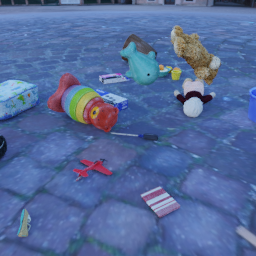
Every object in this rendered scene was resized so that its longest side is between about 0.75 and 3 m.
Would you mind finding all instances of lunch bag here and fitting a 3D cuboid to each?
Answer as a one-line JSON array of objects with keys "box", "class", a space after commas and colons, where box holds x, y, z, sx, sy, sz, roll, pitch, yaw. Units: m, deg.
[{"box": [-5.073, -1.239, 11.725, 1.892, 0.970, 2.353, 13, 31, 20], "class": "lunch bag"}]

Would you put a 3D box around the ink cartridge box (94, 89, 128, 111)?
[{"box": [-0.995, -1.200, 12.237, 1.894, 0.419, 0.890, 23, 35, 37], "class": "ink cartridge box"}]

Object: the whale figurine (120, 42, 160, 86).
[{"box": [0.469, -2.286, 10.217, 1.342, 1.687, 0.875, -37, 30, 9], "class": "whale figurine"}]

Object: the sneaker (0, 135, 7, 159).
[{"box": [-4.532, 0.928, 8.028, 0.923, 0.861, 2.329, -2, 21, 17], "class": "sneaker"}]

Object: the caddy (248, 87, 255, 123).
[{"box": [5.923, -0.869, 10.594, 1.908, 1.417, 2.699, -23, 36, -38], "class": "caddy"}]

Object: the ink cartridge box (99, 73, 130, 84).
[{"box": [-0.696, -2.698, 15.182, 1.581, 0.293, 0.749, -10, 30, -22], "class": "ink cartridge box"}]

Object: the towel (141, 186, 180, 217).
[{"box": [0.794, 1.830, 7.004, 0.633, 0.100, 0.879, -17, 31, -24], "class": "towel"}]

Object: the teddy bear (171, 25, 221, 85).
[{"box": [2.387, -2.529, 9.631, 0.843, 2.526, 1.831, -36, 25, 30], "class": "teddy bear"}]

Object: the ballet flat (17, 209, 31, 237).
[{"box": [-2.319, 2.154, 6.326, 0.236, 0.258, 0.750, 21, 25, -21], "class": "ballet flat"}]

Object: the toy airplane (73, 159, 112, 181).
[{"box": [-1.085, 1.155, 8.110, 1.201, 0.221, 1.201, -1, 27, 1], "class": "toy airplane"}]

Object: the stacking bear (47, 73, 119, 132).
[{"box": [-1.487, -0.777, 10.510, 2.584, 1.569, 1.470, 30, 0, 31], "class": "stacking bear"}]

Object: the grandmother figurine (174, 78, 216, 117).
[{"box": [2.888, -1.349, 12.169, 1.751, 0.875, 2.888, -6, 29, 20], "class": "grandmother figurine"}]

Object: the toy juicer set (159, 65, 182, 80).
[{"box": [1.928, -3.347, 15.956, 2.388, 0.650, 1.519, 10, 30, 19], "class": "toy juicer set"}]

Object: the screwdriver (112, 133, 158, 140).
[{"box": [0.216, 0.283, 9.737, 1.669, 0.233, 0.243, 1, 60, 6], "class": "screwdriver"}]

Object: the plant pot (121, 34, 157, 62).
[{"box": [0.830, -4.778, 17.789, 1.889, 1.765, 1.765, 28, 36, 15], "class": "plant pot"}]
